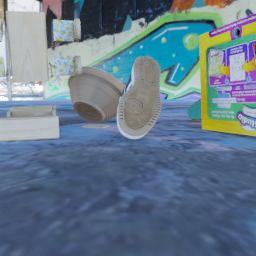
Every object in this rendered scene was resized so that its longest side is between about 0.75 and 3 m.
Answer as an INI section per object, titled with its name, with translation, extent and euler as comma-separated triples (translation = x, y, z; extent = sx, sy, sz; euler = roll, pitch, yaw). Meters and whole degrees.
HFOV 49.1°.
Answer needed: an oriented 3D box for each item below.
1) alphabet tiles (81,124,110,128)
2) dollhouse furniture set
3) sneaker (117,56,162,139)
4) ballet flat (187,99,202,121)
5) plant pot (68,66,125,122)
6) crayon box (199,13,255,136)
[alphabet tiles]
translation = -0.973, -0.057, 8.480
extent = 0.697, 0.027, 0.838
euler = 2, 7, 16
[dollhouse furniture set]
translation = -2.277, -1.258, 6.451
extent = 2.408, 2.748, 1.825
euler = -3, 13, -14
[sneaker]
translation = 0.174, -0.449, 6.670
extent = 0.894, 1.384, 2.551
euler = 19, 48, -5
[ballet flat]
translation = 2.935, -0.790, 9.407
extent = 0.685, 0.746, 2.173
euler = -13, -9, -33
[plant pot]
translation = -1.079, -0.889, 9.067
extent = 2.141, 0.988, 2.141
euler = 18, -29, 10
[crayon box]
translation = 2.845, -1.135, 6.379
extent = 0.866, 2.563, 2.970
euler = -7, 7, -20
